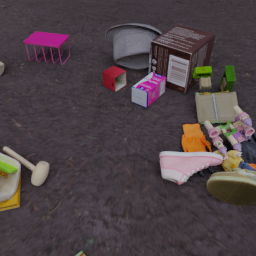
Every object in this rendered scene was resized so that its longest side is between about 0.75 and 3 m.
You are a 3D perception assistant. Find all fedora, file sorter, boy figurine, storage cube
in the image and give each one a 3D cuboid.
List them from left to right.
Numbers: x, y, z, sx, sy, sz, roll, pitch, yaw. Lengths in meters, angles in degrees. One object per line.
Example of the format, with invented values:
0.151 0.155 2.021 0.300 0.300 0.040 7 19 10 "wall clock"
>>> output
-3.840 -3.837 13.574 1.767 1.108 1.228 9 41 9 "file sorter"
-0.575 -2.103 11.911 0.749 0.712 0.833 30 50 30 "storage cube"
0.299 -3.518 12.752 2.823 2.497 1.275 2 71 10 "fedora"
3.086 1.043 8.197 0.489 0.944 1.519 -18 38 -29 "boy figurine"

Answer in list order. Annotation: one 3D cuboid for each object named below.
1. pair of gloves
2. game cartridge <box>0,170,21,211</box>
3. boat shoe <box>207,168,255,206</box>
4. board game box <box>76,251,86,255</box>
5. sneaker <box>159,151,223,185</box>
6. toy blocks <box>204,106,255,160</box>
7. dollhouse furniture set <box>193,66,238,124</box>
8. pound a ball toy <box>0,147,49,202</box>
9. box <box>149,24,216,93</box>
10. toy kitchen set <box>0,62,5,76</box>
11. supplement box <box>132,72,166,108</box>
3.074 0.634 9.125 2.660 0.329 2.370 3 41 2 "pair of gloves"
-3.729 1.738 7.942 1.279 0.235 1.451 -11 43 -11 "game cartridge"
3.439 1.519 7.659 2.657 0.969 0.836 4 40 0 "boat shoe"
-1.421 3.503 5.996 1.651 0.194 0.865 -31 52 -30 "board game box"
1.816 1.193 8.111 1.817 0.684 0.950 1 68 7 "sneaker"
3.207 0.305 8.475 1.283 1.373 1.156 -28 43 8 "toy blocks"
3.357 -1.091 10.912 1.558 1.194 2.378 -3 70 6 "dollhouse furniture set"
-3.989 1.230 7.855 2.942 1.250 1.918 18 9 21 "pound a ball toy"
2.288 -3.040 12.066 1.872 1.891 2.279 26 48 26 "box"
-7.007 -2.968 11.786 1.590 2.162 2.699 30 50 28 "toy kitchen set"
0.858 -1.549 11.274 0.731 0.746 1.444 25 46 27 "supplement box"
